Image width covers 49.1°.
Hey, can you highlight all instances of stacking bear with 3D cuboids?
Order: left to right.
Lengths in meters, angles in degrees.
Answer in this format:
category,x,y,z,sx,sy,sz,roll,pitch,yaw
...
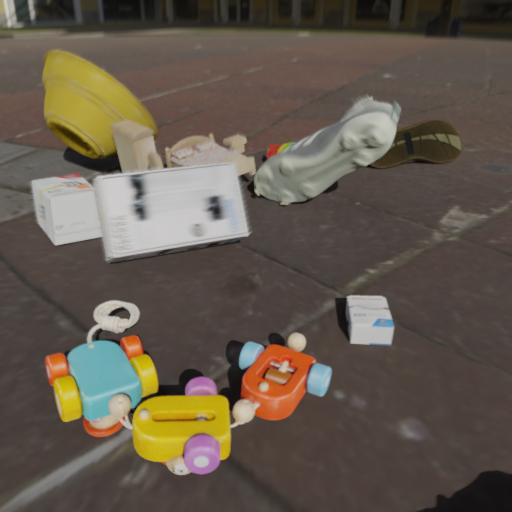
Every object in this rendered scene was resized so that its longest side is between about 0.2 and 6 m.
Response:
category,x,y,z,sx,sy,sz,roll,pitch,yaw
stacking bear,0.831,-2.454,13.882,0.785,0.839,1.381,-23,27,-38

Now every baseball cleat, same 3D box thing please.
category,x,y,z,sx,sy,sz,roll,pitch,yaw
baseball cleat,1.478,-2.100,11.422,3.317,1.157,1.766,-16,29,40

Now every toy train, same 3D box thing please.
category,x,y,z,sx,sy,sz,roll,pitch,yaw
toy train,-0.774,1.455,6.096,2.893,0.805,2.173,13,28,17

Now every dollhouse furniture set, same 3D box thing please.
category,x,y,z,sx,sy,sz,roll,pitch,yaw
dollhouse furniture set,-1.113,-2.345,12.068,3.417,1.669,2.914,-25,34,-27

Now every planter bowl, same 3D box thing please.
category,x,y,z,sx,sy,sz,roll,pitch,yaw
planter bowl,-3.768,-3.038,12.501,2.920,2.920,1.216,20,72,34

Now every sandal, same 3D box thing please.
category,x,y,z,sx,sy,sz,roll,pitch,yaw
sandal,3.977,-2.795,14.444,2.818,1.152,0.769,-14,8,-12

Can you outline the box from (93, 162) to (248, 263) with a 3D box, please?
category,x,y,z,sx,sy,sz,roll,pitch,yaw
box,-1.435,-0.745,9.465,2.354,1.373,0.708,-9,-2,-20

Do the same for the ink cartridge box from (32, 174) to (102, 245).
category,x,y,z,sx,sy,sz,roll,pitch,yaw
ink cartridge box,-3.520,-0.886,10.463,0.921,0.917,1.268,-14,29,-30

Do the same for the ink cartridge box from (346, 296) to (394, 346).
category,x,y,z,sx,sy,sz,roll,pitch,yaw
ink cartridge box,1.536,0.875,7.671,0.549,0.317,0.756,2,27,3
